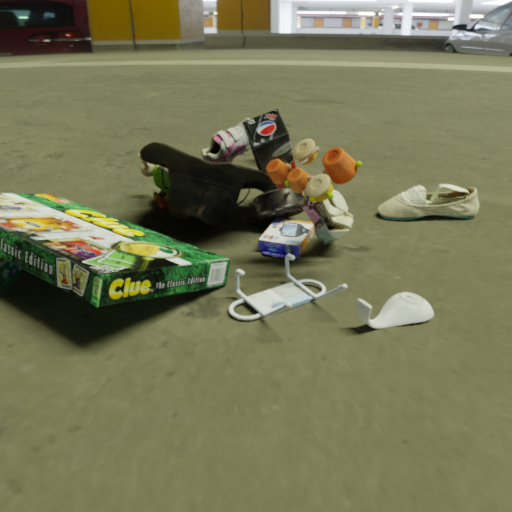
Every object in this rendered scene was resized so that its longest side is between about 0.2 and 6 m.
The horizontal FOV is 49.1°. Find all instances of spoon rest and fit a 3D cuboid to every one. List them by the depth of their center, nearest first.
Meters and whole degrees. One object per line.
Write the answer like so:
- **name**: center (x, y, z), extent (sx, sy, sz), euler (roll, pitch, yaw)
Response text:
- **spoon rest**: center (2.258, 0.907, 9.209), extent (1.550, 0.470, 0.770), euler (-1, 24, -33)

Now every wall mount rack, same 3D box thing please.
- **wall mount rack**: center (0.531, 0.600, 9.400), extent (1.903, 0.709, 1.653), euler (-16, 31, -28)

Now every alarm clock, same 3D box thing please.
- **alarm clock**: center (0.629, -1.147, 12.849), extent (1.183, 0.584, 1.754), euler (-14, -4, 23)

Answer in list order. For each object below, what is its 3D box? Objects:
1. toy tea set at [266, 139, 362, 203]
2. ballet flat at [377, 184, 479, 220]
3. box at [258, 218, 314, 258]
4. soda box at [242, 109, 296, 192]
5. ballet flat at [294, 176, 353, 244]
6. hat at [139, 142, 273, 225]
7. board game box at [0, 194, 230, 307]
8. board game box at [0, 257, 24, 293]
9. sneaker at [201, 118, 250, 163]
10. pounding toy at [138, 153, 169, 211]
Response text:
- **toy tea set**: center (1.019, -1.470, 10.072), extent (1.094, 0.681, 1.841), euler (-52, 40, -5)
- **ballet flat**: center (4.080, -1.323, 13.200), extent (2.394, 0.832, 0.832), euler (-2, 26, -4)
- **box**: center (0.639, -0.384, 11.881), extent (0.889, 0.310, 1.494), euler (9, 25, 16)
- **soda box**: center (0.428, -2.238, 13.036), extent (0.871, 2.460, 0.779), euler (-20, 63, 2)
- **ballet flat**: center (1.444, -0.838, 11.050), extent (0.815, 2.291, 0.792), euler (6, 67, 26)
- **hat**: center (-1.237, -1.382, 12.388), extent (3.295, 1.329, 3.295), euler (15, -1, 0)
- **board game box**: center (-3.537, -0.349, 10.618), extent (5.615, 0.659, 2.942), euler (19, 13, 33)
- **board game box**: center (-5.774, 0.661, 9.512), extent (2.344, 0.507, 3.483), euler (4, 26, 5)
- **sneaker**: center (-0.658, -2.712, 13.455), extent (1.625, 0.717, 0.661), euler (-48, 55, -1)
- **pounding toy**: center (-2.336, -1.652, 13.821), extent (1.702, 0.790, 1.314), euler (37, -3, 1)
